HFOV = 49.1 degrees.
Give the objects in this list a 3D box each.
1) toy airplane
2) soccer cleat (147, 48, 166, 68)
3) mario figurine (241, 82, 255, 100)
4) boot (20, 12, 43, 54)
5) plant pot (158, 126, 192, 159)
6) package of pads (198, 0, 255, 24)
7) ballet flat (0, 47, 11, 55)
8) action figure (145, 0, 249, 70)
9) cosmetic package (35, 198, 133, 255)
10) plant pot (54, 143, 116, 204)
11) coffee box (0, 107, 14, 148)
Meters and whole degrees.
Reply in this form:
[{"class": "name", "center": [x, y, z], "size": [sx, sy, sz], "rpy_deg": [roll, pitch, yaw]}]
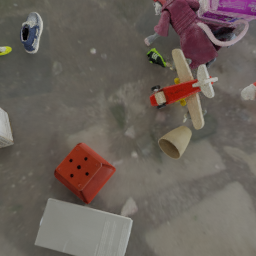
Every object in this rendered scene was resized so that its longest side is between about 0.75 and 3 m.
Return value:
[{"class": "toy airplane", "center": [1.805, -1.191, 8.547], "size": [1.928, 1.367, 1.937], "rpy_deg": [31, 111, 21]}, {"class": "soccer cleat", "center": [0.945, -2.247, 9.255], "size": [0.428, 0.356, 1.055], "rpy_deg": [-36, 45, 12]}, {"class": "mario figurine", "center": [4.631, -1.218, 8.937], "size": [1.635, 1.404, 2.649], "rpy_deg": [2, 58, 37]}, {"class": "boot", "center": [-3.301, -3.406, 9.532], "size": [0.585, 0.726, 1.607], "rpy_deg": [-3, 74, -1]}, {"class": "plant pot", "center": [1.510, 0.356, 8.469], "size": [0.821, 0.821, 0.876], "rpy_deg": [43, 66, 11]}, {"class": "package of pads", "center": [3.145, -3.913, 8.721], "size": [1.647, 2.734, 1.034], "rpy_deg": [9, 107, 4]}, {"class": "ballet flat", "center": [-4.393, -2.621, 9.548], "size": [0.783, 0.263, 0.262], "rpy_deg": [-18, 75, -5]}, {"class": "action figure", "center": [1.795, -3.218, 8.815], "size": [2.975, 2.215, 1.993], "rpy_deg": [44, 86, -3]}, {"class": "cosmetic package", "center": [-1.145, 2.793, 7.604], "size": [2.342, 1.056, 1.251], "rpy_deg": [14, 74, 7]}, {"class": "plant pot", "center": [-1.289, 1.205, 7.952], "size": [1.359, 1.198, 1.358], "rpy_deg": [38, 78, 10]}, {"class": "coffee box", "center": [-4.474, -0.148, 7.463], "size": [1.642, 2.870, 1.144], "rpy_deg": [-17, 75, -5]}]
